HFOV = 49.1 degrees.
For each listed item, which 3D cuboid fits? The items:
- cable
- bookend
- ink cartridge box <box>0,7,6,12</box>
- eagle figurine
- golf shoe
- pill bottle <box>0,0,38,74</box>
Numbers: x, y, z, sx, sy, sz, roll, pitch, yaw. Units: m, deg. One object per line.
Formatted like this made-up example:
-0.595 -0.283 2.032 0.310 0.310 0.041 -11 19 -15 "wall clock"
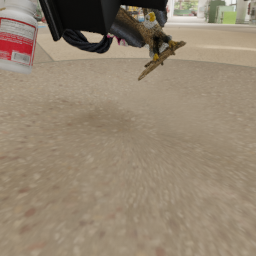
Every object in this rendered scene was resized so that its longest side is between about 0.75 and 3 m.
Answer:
-1.595 -3.886 9.967 2.263 2.774 0.705 -40 14 -36 "cable"
-0.162 -2.806 5.728 2.351 1.083 2.337 11 61 11 "bookend"
-3.349 -2.433 7.299 1.340 1.104 0.503 -22 59 -12 "ink cartridge box"
0.447 -3.255 8.493 2.118 2.792 2.107 -38 0 -35 "eagle figurine"
0.081 -3.132 9.816 1.900 0.869 0.715 25 -1 -27 "golf shoe"
-2.205 -1.801 5.528 0.766 1.365 0.766 11 5 -1 "pill bottle"
